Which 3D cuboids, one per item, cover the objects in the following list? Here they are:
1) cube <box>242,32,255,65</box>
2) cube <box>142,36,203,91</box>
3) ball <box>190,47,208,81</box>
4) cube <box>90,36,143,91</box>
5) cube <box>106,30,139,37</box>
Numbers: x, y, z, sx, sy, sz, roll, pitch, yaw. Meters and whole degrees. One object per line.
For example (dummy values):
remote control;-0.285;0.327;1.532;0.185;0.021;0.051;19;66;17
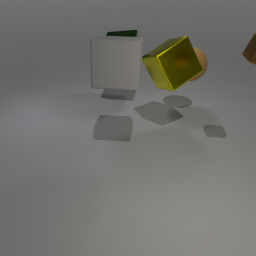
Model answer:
cube;3.764;-2.139;7.818;0.700;0.700;0.700;18;31;-9
cube;1.583;-2.336;10.247;1.400;1.400;1.400;-35;21;-9
ball;2.613;-2.667;11.738;1.400;1.400;1.400;0;29;0
cube;-0.303;-2.008;8.520;1.400;1.400;1.400;4;22;5
cube;-0.257;-3.324;12.399;1.400;1.400;1.400;1;48;15
